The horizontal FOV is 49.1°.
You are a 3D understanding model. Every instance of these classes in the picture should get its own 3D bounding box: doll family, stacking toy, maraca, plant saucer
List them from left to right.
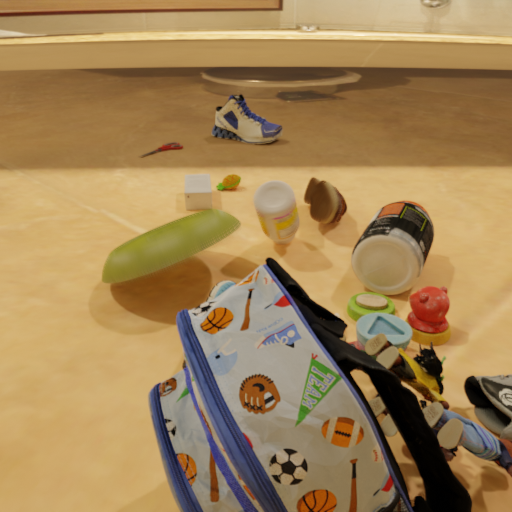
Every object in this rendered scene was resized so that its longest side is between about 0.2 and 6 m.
[{"bbox_3d":[-1.434,-0.246,9.092,2.420,0.376,2.420,-21,12,5],"label":"plant saucer"},{"bbox_3d":[-0.649,-1.713,13.171,0.628,0.336,0.430,-23,31,2],"label":"maraca"},{"bbox_3d":[1.773,0.796,7.890,1.713,0.724,1.551,-22,35,-37],"label":"stacking toy"},{"bbox_3d":[1.826,1.597,6.034,1.367,0.928,2.366,36,16,-34],"label":"doll family"}]

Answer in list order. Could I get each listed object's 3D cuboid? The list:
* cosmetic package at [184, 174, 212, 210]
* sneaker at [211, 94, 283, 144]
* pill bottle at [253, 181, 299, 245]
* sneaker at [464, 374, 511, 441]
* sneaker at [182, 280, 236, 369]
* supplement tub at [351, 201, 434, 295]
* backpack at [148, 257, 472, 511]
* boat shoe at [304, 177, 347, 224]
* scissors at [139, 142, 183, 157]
[{"bbox_3d":[-1.294,-1.437,12.500,0.596,0.418,1.174,-3,28,-5],"label":"cosmetic package"},{"bbox_3d":[-0.367,-4.122,16.717,2.234,1.290,0.903,12,31,22],"label":"sneaker"},{"bbox_3d":[0.399,-0.720,10.088,0.715,1.371,0.715,-4,65,8],"label":"pill bottle"},{"bbox_3d":[3.125,1.418,6.654,1.236,0.803,2.141,6,29,16],"label":"sneaker"},{"bbox_3d":[-0.410,1.035,7.714,0.803,0.699,1.784,18,35,2],"label":"sneaker"},{"bbox_3d":[2.351,-0.218,9.410,1.121,1.121,1.830,12,30,22],"label":"supplement tub"},{"bbox_3d":[0.199,1.409,4.817,2.013,2.489,2.613,-27,34,-13],"label":"backpack"},{"bbox_3d":[1.516,-1.081,11.349,0.763,0.765,2.120,19,13,-10],"label":"boat shoe"},{"bbox_3d":[-2.779,-3.005,15.894,1.562,0.109,0.571,-22,37,-34],"label":"scissors"}]
